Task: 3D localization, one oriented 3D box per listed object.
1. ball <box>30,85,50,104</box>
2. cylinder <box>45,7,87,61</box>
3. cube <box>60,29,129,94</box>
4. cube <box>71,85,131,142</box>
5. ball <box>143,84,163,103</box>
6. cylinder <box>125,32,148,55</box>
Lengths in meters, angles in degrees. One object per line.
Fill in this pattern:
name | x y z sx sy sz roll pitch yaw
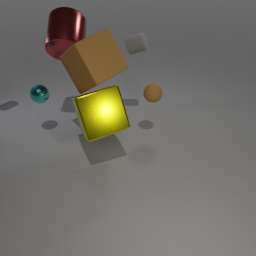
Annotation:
ball | -3.263 -1.254 10.361 0.700 0.700 0.700 0 32 0
cylinder | -2.264 -3.407 10.291 1.400 1.400 1.400 0 69 0
cube | -1.125 -2.156 9.217 1.400 1.400 1.400 -36 14 -30
cube | -0.910 -0.504 9.056 1.400 1.400 1.400 -19 10 -12
ball | 0.922 -1.284 10.339 0.700 0.700 0.700 0 32 0
cylinder | 0.336 -3.259 10.836 0.700 0.700 0.700 -9 28 19
